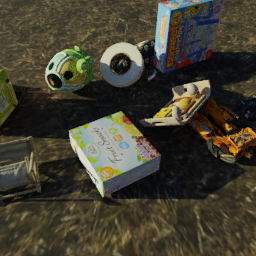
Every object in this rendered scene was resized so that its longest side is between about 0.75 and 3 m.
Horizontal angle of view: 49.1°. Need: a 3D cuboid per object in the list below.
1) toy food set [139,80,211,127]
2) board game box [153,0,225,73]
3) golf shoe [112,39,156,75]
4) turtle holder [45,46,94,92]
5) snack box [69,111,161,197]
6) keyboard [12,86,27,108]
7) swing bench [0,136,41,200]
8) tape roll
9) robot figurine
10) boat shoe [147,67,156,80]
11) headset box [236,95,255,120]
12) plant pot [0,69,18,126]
[{"bbox_3d":[1.563,-0.831,9.347,1.618,0.681,2.255,-3,32,50],"label":"toy food set"},{"bbox_3d":[2.485,-3.971,11.733,2.714,2.772,0.775,-22,49,-21],"label":"board game box"},{"bbox_3d":[0.279,-3.266,12.275,2.795,1.079,1.231,-34,46,-31],"label":"golf shoe"},{"bbox_3d":[-2.104,-2.038,10.480,2.072,1.575,1.472,17,42,26],"label":"turtle holder"},{"bbox_3d":[-0.438,0.659,8.302,1.889,0.758,2.240,-21,46,-22],"label":"snack box"},{"bbox_3d":[-5.209,-1.308,10.729,2.568,0.329,1.542,4,50,3],"label":"keyboard"},{"bbox_3d":[-3.272,1.123,7.731,1.453,0.948,1.461,-12,40,-12],"label":"swing bench"},{"bbox_3d":[-0.250,-2.508,11.179,1.783,0.326,1.783,-2,82,17],"label":"tape roll"},{"bbox_3d":[3.049,0.063,8.973,1.734,0.696,2.392,-25,49,-19],"label":"robot figurine"},{"bbox_3d":[0.903,-2.168,11.181,0.363,0.299,1.057,-36,13,21],"label":"boat shoe"},{"bbox_3d":[4.470,-0.753,10.070,0.837,0.388,0.728,-15,45,-15],"label":"headset box"},{"bbox_3d":[-4.837,-1.037,9.168,1.739,1.916,1.907,20,56,7],"label":"plant pot"}]
